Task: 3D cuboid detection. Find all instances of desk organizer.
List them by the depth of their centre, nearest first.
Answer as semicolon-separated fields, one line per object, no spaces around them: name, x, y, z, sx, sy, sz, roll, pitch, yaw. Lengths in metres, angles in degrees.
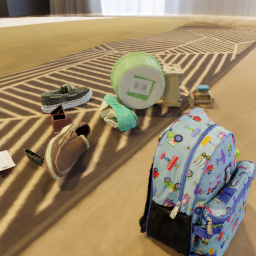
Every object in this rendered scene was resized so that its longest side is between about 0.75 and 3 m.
desk organizer;-2.704;-0.368;10.897;0.559;0.600;1.559;-9;30;-17

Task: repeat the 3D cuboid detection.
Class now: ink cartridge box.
ink cartridge box;-3.836;1.082;8.568;0.548;0.253;1.005;-19;35;-31

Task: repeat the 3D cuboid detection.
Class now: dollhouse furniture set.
dollhouse furniture set;2.736;-1.994;12.897;2.237;1.576;1.567;1;28;3

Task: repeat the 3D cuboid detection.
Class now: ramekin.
ramekin;0.460;-1.972;12.166;2.369;2.369;1.157;-4;35;-7

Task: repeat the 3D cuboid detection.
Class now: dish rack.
dish rack;-2.665;0.764;9.110;0.858;0.305;1.118;22;35;33

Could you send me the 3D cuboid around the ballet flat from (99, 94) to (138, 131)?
ballet flat;-0.614;-0.650;11.190;0.953;0.912;2.709;-25;33;-16

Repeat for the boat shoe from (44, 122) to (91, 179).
boat shoe;-1.727;0.510;8.623;0.988;0.986;2.671;-18;26;12

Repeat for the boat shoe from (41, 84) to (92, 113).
boat shoe;-2.685;-1.503;12.629;0.979;0.963;2.716;20;34;33

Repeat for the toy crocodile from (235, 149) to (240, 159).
toy crocodile;2.936;0.677;9.117;0.483;0.442;1.432;-21;34;-34

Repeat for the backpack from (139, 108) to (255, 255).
backpack;1.559;1.058;5.990;1.822;2.708;2.472;21;34;34
